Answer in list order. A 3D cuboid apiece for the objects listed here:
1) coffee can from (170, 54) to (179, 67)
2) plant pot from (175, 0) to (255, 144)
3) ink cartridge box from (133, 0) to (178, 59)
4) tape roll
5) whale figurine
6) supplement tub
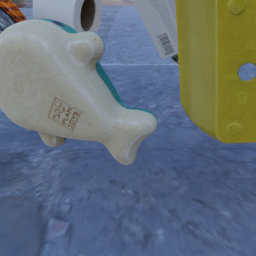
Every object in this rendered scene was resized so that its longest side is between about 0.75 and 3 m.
[{"bbox_3d":[1.813,-2.283,8.809,0.579,0.791,0.579,39,18,-15],"label":"coffee can"},{"bbox_3d":[2.063,-1.179,3.983,2.713,2.713,2.393,-3,26,12],"label":"plant pot"},{"bbox_3d":[1.511,-3.296,7.207,2.424,2.751,0.615,-16,51,20],"label":"ink cartridge box"},{"bbox_3d":[-1.558,-3.138,7.458,1.162,1.692,1.692,17,32,13],"label":"tape roll"},{"bbox_3d":[-0.612,-0.446,3.474,2.088,1.661,1.083,31,33,2],"label":"whale figurine"},{"bbox_3d":[-2.350,-1.094,4.058,1.126,1.126,1.837,23,76,36],"label":"supplement tub"}]
